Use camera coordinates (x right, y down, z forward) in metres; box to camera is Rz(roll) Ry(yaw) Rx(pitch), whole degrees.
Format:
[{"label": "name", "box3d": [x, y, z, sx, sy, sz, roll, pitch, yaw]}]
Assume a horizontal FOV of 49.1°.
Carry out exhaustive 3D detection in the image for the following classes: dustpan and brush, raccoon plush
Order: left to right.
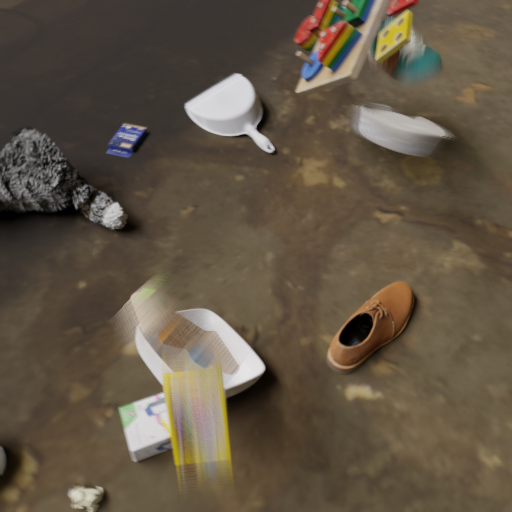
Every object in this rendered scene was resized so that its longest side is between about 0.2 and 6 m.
[{"label": "raccoon plush", "box3d": [-4.573, -1.100, 11.102, 3.376, 1.634, 2.262, 31, 64, 23]}, {"label": "dustpan and brush", "box3d": [-0.367, -3.296, 13.540, 1.749, 0.717, 2.505, -35, 51, -12]}]

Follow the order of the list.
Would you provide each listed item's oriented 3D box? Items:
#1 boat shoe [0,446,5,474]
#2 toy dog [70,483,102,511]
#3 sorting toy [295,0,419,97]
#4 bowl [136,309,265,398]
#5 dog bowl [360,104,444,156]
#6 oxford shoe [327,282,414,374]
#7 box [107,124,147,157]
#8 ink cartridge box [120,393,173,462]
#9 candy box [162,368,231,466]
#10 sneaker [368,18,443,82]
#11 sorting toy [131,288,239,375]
[{"label": "boat shoe", "box3d": [-5.090, 3.499, 7.427, 3.380, 1.048, 1.217, -33, 57, -25]}, {"label": "toy dog", "box3d": [-2.460, 3.420, 8.006, 0.423, 0.295, 0.410, 17, 45, 16]}, {"label": "sorting toy", "box3d": [1.549, -4.219, 10.712, 0.679, 4.016, 1.936, 26, 84, -26]}, {"label": "bowl", "box3d": [-0.948, 1.669, 8.938, 1.748, 0.653, 1.746, -9, 43, -48]}, {"label": "dog bowl", "box3d": [2.179, -1.919, 8.564, 1.285, 0.377, 1.285, 13, 30, -8]}, {"label": "oxford shoe", "box3d": [2.088, 1.090, 9.665, 0.791, 0.791, 2.219, 32, 55, 26]}, {"label": "box", "box3d": [-3.080, -2.752, 13.313, 0.612, 0.164, 1.011, 13, 52, 11]}, {"label": "ink cartridge box", "box3d": [-1.480, 2.572, 8.609, 1.040, 0.455, 0.756, -15, 51, -15]}, {"label": "candy box", "box3d": [-0.717, 2.012, 6.955, 0.722, 1.413, 0.187, -6, 28, -5]}, {"label": "sneaker", "box3d": [2.943, -4.329, 11.603, 0.826, 0.925, 2.316, -32, 39, -4]}, {"label": "sorting toy", "box3d": [-0.995, 0.881, 6.985, 0.250, 1.256, 1.699, -57, 27, 3]}]
